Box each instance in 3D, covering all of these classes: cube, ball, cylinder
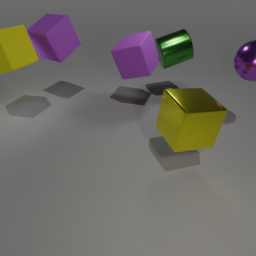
[{"bbox_3d":[-3.173,-3.863,11.995,1.400,1.400,1.400,20,60,33],"label":"cube"},{"bbox_3d":[1.855,-0.282,8.526,1.400,1.400,1.400,-5,36,-21],"label":"cube"},{"bbox_3d":[4.402,-2.319,9.699,1.400,1.400,1.400,0,32,0],"label":"ball"},{"bbox_3d":[2.073,-3.585,12.731,1.400,1.400,1.400,-20,34,0],"label":"cylinder"},{"bbox_3d":[-4.510,-2.854,10.404,1.400,1.400,1.400,-7,23,29],"label":"cube"},{"bbox_3d":[0.353,-3.095,11.977,1.400,1.400,1.400,-2,41,30],"label":"cube"}]
